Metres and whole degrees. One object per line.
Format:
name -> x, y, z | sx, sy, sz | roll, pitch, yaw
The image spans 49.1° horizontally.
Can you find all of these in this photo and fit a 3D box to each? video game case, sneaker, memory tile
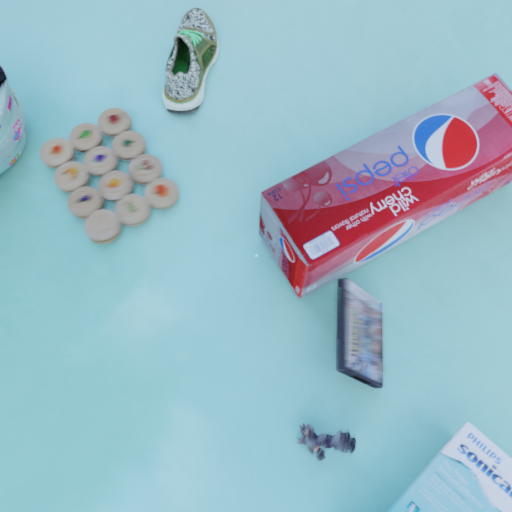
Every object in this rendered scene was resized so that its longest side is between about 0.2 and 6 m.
video game case -> 1.591, 1.189, 8.502 | 0.178, 1.265, 1.400 | -12, 61, 33
sneaker -> -1.289, -4.040, 10.966 | 0.951, 1.096, 2.473 | 5, 67, 2
memory tile -> -2.698, -1.517, 10.206 | 1.849, 0.203, 2.413 | -31, 73, -12

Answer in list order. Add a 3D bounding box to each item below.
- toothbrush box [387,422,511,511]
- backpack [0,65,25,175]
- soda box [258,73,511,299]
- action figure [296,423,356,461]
toothbrush box -> 2.702, 3.914, 7.476 | 2.641, 1.126, 1.934 | -43, 65, -15
backpack -> -5.811, -2.015, 9.432 | 3.136, 2.378, 3.758 | 38, 70, 2
soda box -> 2.389, -1.164, 9.450 | 4.686, 1.640, 1.486 | -28, 70, -11
action figure -> 0.975, 2.737, 8.275 | 0.934, 0.608, 0.324 | -13, 28, 37
